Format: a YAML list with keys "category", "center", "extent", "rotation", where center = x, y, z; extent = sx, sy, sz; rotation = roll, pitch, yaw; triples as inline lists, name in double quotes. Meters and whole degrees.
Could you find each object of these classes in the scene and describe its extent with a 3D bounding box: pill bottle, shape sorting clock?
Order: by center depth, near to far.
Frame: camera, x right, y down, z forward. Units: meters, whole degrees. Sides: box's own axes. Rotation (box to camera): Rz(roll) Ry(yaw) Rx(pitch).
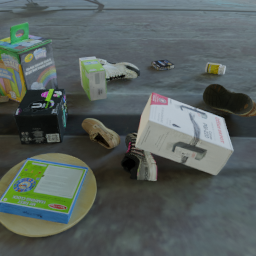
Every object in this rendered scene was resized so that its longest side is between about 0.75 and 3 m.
- category: "shape sorting clock"
  center: [-2.002, 1.546, 6.919]
  extent: [2.433, 0.477, 2.433]
  rotation: [3, 36, -2]
- category: "pill bottle"
  center: [4.318, -2.919, 13.796]
  extent: [0.879, 0.502, 0.502]
  rotation: [15, 36, 23]

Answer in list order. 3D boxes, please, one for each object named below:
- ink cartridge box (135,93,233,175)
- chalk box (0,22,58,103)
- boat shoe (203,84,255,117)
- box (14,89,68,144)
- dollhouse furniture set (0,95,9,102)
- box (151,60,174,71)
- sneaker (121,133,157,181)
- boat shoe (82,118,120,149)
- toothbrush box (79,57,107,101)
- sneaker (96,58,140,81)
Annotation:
- category: "ink cartridge box"
  center: [1.577, 0.123, 8.018]
  extent: [2.408, 1.021, 1.753]
  rotation: [21, 33, -5]
- category: "chalk box"
  center: [-4.192, -2.687, 11.225]
  extent: [1.788, 2.889, 1.797]
  rotation: [17, 37, 25]
- category: "boat shoe"
  center: [3.824, -0.951, 10.559]
  extent: [0.918, 0.941, 2.486]
  rotation: [21, 13, -30]
- category: "box"
  center: [-2.811, -0.432, 9.381]
  extent: [1.351, 1.131, 1.819]
  rotation: [-2, 34, -4]
- category: "dollhouse furniture set"
  center: [-5.660, -0.860, 10.817]
  extent: [0.987, 0.762, 1.974]
  rotation: [11, 15, 29]
- category: "box"
  center: [1.814, -3.290, 14.629]
  extent: [0.913, 0.229, 0.920]
  rotation: [-11, 34, -17]
- category: "sneaker"
  center: [0.149, 0.780, 7.904]
  extent: [0.824, 0.695, 1.884]
  rotation: [-5, 37, -18]
- category: "boat shoe"
  center: [-0.981, 0.162, 8.985]
  extent: [1.594, 0.568, 0.514]
  rotation: [26, 41, 32]
- category: "toothbrush box"
  center: [-1.439, -2.033, 11.395]
  extent: [0.726, 1.228, 1.686]
  rotation: [-12, 34, -18]
- category: "sneaker"
  center: [-0.642, -2.539, 13.097]
  extent: [2.404, 0.886, 0.962]
  rotation: [6, 62, 0]
